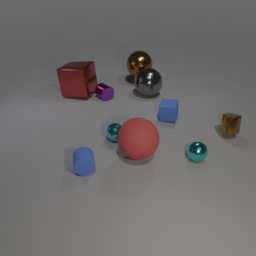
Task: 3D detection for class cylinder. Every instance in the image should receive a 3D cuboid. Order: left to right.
[{"bbox_3d":[-1.440,1.091,9.149,0.700,0.700,0.700,-6,33,-10],"label":"cylinder"},{"bbox_3d":[-1.142,-1.767,13.651,0.700,0.700,0.700,-24,40,-33],"label":"cylinder"},{"bbox_3d":[3.954,-0.169,10.763,0.700,0.700,0.700,2,17,0],"label":"cylinder"}]

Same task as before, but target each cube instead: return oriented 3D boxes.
[{"bbox_3d":[-2.455,-2.423,13.810,1.400,1.400,1.400,3,29,18],"label":"cube"},{"bbox_3d":[1.735,-0.761,11.860,0.700,0.700,0.700,6,36,17],"label":"cube"}]

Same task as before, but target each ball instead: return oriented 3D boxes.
[{"bbox_3d":[-0.490,0.159,10.633,0.700,0.700,0.700,0,32,0],"label":"ball"},{"bbox_3d":[0.351,0.345,9.323,1.400,1.400,1.400,0,32,0],"label":"ball"},{"bbox_3d":[0.610,-3.390,14.903,1.400,1.400,1.400,0,32,0],"label":"ball"},{"bbox_3d":[1.002,-2.253,13.784,1.400,1.400,1.400,0,32,0],"label":"ball"},{"bbox_3d":[2.381,0.806,9.588,0.700,0.700,0.700,0,32,0],"label":"ball"}]
